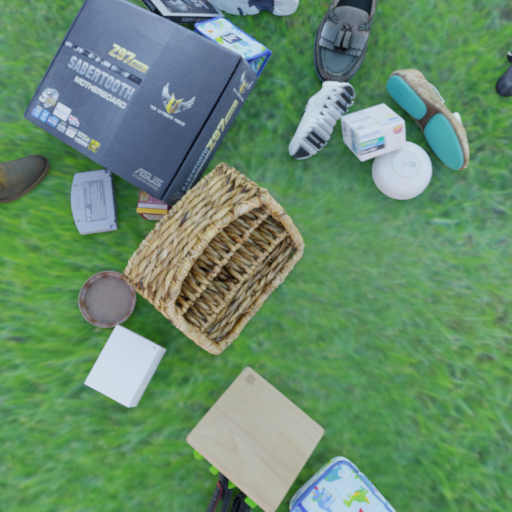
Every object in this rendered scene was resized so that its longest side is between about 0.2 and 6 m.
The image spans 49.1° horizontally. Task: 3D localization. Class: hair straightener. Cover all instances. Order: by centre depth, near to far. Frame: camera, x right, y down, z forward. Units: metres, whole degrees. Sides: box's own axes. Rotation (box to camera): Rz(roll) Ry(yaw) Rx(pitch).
[{"bbox_3d":[-0.504,4.727,9.724,0.972,0.517,2.525,22,73,1],"label":"hair straightener"}]

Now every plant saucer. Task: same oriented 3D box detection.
[{"bbox_3d":[-2.832,0.839,10.721,1.089,0.188,1.089,0,77,-1],"label":"plant saucer"}]

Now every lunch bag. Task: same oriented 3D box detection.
[{"bbox_3d":[1.574,4.596,9.544,1.534,0.787,1.909,-40,79,-6],"label":"lunch bag"},{"bbox_3d":[-0.753,-3.926,11.362,1.451,1.087,1.706,39,78,14],"label":"lunch bag"}]

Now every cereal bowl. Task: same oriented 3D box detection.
[{"bbox_3d":[2.939,-1.763,11.177,1.194,0.497,1.194,0,76,1],"label":"cereal bowl"}]

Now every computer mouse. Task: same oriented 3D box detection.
[{"bbox_3d":[5.421,-3.808,11.769,0.711,0.271,1.026,35,79,7],"label":"computer mouse"}]

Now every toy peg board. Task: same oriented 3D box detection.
[{"bbox_3d":[-0.090,3.248,9.752,1.798,0.880,1.791,39,47,8],"label":"toy peg board"}]

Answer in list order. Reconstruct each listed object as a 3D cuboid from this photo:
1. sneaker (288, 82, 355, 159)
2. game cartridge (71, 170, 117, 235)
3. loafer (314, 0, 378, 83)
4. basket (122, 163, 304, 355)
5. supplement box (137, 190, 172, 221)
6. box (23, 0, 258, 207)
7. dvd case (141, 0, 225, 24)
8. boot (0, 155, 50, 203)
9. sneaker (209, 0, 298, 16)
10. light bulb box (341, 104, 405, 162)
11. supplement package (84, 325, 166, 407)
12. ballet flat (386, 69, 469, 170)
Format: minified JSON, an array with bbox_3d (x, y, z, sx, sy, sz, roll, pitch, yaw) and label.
[{"bbox_3d":[1.220,-2.758,11.363,1.796,0.675,0.728,-53,50,2],"label":"sneaker"},{"bbox_3d":[-3.237,-1.067,11.151,0.843,0.256,1.265,-7,77,-5],"label":"game cartridge"},{"bbox_3d":[1.985,-5.140,11.701,1.147,1.004,3.191,18,77,4],"label":"loafer"},{"bbox_3d":[-0.632,0.053,9.963,2.099,2.011,2.818,40,80,9],"label":"basket"},{"bbox_3d":[-1.896,-1.223,11.000,0.646,0.509,0.987,5,77,11],"label":"supplement box"},{"bbox_3d":[-2.241,-2.991,10.557,3.697,0.943,2.916,32,93,18],"label":"box"},{"bbox_3d":[-1.678,-5.347,11.567,1.401,0.230,1.864,52,41,10],"label":"dvd case"},{"bbox_3d":[-5.152,-1.506,10.821,2.173,1.053,0.812,-26,78,-6],"label":"boot"},{"bbox_3d":[-0.077,-5.950,12.012,1.981,0.791,1.289,1,75,0],"label":"sneaker"},{"bbox_3d":[2.299,-2.443,11.037,0.956,0.602,0.964,-18,38,-3],"label":"light bulb box"},{"bbox_3d":[-2.362,2.006,10.200,0.919,0.654,1.180,26,78,6],"label":"supplement package"},{"bbox_3d":[3.645,-2.850,11.301,0.795,0.858,2.435,-30,82,-25],"label":"ballet flat"}]
